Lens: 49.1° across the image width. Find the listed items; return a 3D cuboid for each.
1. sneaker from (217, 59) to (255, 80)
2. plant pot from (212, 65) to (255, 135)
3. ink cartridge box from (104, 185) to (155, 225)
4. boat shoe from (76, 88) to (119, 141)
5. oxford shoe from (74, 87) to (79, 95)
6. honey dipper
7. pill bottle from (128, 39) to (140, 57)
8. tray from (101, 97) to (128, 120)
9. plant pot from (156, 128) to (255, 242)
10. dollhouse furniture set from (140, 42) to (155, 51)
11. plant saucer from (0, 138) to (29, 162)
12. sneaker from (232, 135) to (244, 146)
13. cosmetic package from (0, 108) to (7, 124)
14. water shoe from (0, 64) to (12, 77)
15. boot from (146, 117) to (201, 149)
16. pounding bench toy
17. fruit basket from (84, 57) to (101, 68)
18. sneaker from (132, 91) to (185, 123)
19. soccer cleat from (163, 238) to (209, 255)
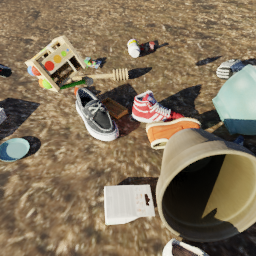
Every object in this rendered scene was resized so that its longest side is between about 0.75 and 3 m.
[{"bbox_3d":[5.556,-2.790,13.226,2.461,0.923,1.421,15,42,18],"label":"sneaker"},{"bbox_3d":[4.120,-0.760,10.078,1.675,2.500,2.500,-28,40,15],"label":"plant pot"},{"bbox_3d":[0.015,2.189,8.131,1.376,0.345,1.107,0,42,-7],"label":"ink cartridge box"},{"bbox_3d":[-1.254,-0.623,10.747,1.009,0.953,2.812,-20,45,-20],"label":"boat shoe"},{"bbox_3d":[-2.071,-1.532,12.323,0.327,0.321,0.903,2,31,-42],"label":"oxford shoe"},{"bbox_3d":[-1.450,-2.421,13.144,2.909,0.552,0.552,-5,42,0],"label":"honey dipper"},{"bbox_3d":[0.326,-4.267,15.070,0.611,0.611,1.171,-3,43,-3],"label":"pill bottle"},{"bbox_3d":[-0.639,-0.823,11.530,1.222,0.226,0.603,33,52,32],"label":"tray"},{"bbox_3d":[2.000,1.239,7.739,2.783,2.783,2.415,-3,25,-4],"label":"plant pot"},{"bbox_3d":[1.056,-4.488,15.461,0.777,0.418,0.316,-3,42,-4],"label":"dollhouse furniture set"},{"bbox_3d":[-4.001,0.788,9.787,1.102,0.151,1.102,0,43,0],"label":"plant saucer"},{"bbox_3d":[3.587,0.961,9.373,0.752,0.643,1.832,40,53,11],"label":"sneaker"},{"bbox_3d":[-5.900,-0.092,10.488,1.581,0.542,2.096,10,43,15],"label":"cosmetic package"},{"bbox_3d":[-3.628,-1.619,7.513,0.419,1.061,0.379,28,93,22],"label":"water shoe"},{"bbox_3d":[1.693,0.246,10.032,1.986,0.745,1.065,-8,46,2],"label":"boot"},{"bbox_3d":[-1.530,-1.230,6.424,1.019,1.307,0.812,-46,29,-14],"label":"pounding bench toy"},{"bbox_3d":[-1.823,-3.322,14.207,0.787,0.369,0.729,13,43,9],"label":"fruit basket"},{"bbox_3d":[1.196,-0.735,10.705,2.092,1.176,0.745,8,42,9],"label":"sneaker"},{"bbox_3d":[1.877,3.370,6.325,2.400,0.931,0.832,23,47,23],"label":"soccer cleat"}]
